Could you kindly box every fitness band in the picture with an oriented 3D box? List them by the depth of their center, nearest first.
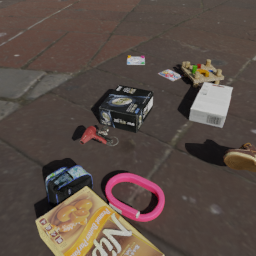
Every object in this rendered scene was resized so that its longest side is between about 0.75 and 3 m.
[{"bbox_3d":[0.181,1.942,8.082,1.776,0.332,1.275,22,46,25],"label":"fitness band"}]

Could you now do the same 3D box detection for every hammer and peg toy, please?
[{"bbox_3d":[3.611,-2.923,14.019,1.645,0.789,2.236,-8,38,-10],"label":"hammer and peg toy"}]

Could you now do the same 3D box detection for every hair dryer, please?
[{"bbox_3d":[-1.010,0.266,9.173,1.234,0.335,0.940,-13,44,-26],"label":"hair dryer"}]

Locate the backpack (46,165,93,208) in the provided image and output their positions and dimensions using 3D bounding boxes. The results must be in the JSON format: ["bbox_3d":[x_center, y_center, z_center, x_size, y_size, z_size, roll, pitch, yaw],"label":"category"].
[{"bbox_3d":[-1.663,1.634,7.890,1.224,1.121,0.900,-26,45,-36],"label":"backpack"}]

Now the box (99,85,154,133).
[{"bbox_3d":[-0.019,-0.829,11.279,1.589,0.836,1.940,14,40,19],"label":"box"}]

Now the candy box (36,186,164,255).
[{"bbox_3d":[-0.725,2.781,6.666,2.781,0.769,1.605,31,47,34],"label":"candy box"}]

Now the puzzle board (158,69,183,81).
[{"bbox_3d":[2.175,-2.728,14.348,0.785,0.091,1.042,-28,46,-31],"label":"puzzle board"}]

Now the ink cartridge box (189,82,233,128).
[{"bbox_3d":[3.538,-1.045,11.756,1.342,0.620,2.463,15,39,19],"label":"ink cartridge box"}]

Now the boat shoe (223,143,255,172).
[{"bbox_3d":[3.612,0.841,8.580,2.025,0.730,0.729,13,54,-29],"label":"boat shoe"}]

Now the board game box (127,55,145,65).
[{"bbox_3d":[0.447,-3.826,15.731,0.987,0.128,0.987,1,37,1],"label":"board game box"}]
